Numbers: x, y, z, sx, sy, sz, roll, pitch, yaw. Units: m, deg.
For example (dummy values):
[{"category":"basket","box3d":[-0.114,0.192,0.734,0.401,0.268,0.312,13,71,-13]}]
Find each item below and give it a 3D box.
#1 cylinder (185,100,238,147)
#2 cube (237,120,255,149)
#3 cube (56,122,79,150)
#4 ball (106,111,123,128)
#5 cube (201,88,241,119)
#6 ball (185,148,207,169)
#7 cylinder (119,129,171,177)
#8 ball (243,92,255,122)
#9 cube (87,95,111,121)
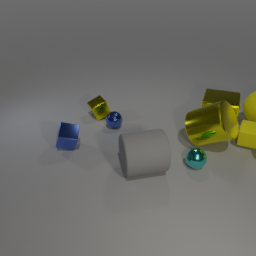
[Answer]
[{"category":"cylinder","box3d":[3.003,-0.134,10.082,1.400,1.400,1.400,-17,15,42]},{"category":"cube","box3d":[4.480,0.228,10.324,0.700,0.700,0.700,13,45,25]},{"category":"cube","box3d":[-2.212,0.303,10.221,0.700,0.700,0.700,10,50,-17]},{"category":"ball","box3d":[-0.576,-0.346,11.610,0.700,0.700,0.700,0,31,0]},{"category":"cube","box3d":[3.716,-0.639,11.426,1.400,1.400,1.400,10,33,17]},{"category":"ball","box3d":[2.280,1.013,9.373,0.700,0.700,0.700,0,31,0]},{"category":"cylinder","box3d":[0.502,0.795,9.035,1.400,1.400,1.400,-7,32,-10]},{"category":"ball","box3d":[5.447,-0.830,11.419,1.400,1.400,1.400,0,31,0]},{"category":"cube","box3d":[-1.275,-0.889,12.330,0.700,0.700,0.700,-32,39,-10]}]
